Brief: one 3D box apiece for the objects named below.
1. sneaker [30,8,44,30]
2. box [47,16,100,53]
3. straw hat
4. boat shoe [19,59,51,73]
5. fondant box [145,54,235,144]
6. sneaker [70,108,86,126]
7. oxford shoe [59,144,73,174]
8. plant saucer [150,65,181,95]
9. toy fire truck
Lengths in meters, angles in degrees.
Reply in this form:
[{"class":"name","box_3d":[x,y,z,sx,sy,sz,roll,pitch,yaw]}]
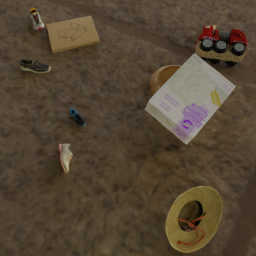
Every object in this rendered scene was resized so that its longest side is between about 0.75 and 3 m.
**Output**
[{"class":"sneaker","box_3d":[-4.485,-5.283,13.596,0.510,0.538,1.311,-23,64,-12]},{"class":"box","box_3d":[-2.636,-4.497,13.331,2.236,0.238,1.827,-15,62,-7]},{"class":"straw hat","box_3d":[1.841,2.662,8.806,2.222,2.222,0.941,-27,22,-14]},{"class":"boat shoe","box_3d":[-4.084,-2.725,12.212,1.365,0.449,0.488,8,61,4]},{"class":"fondant box","box_3d":[2.400,-1.155,10.789,2.104,0.849,2.916,41,73,7]},{"class":"sneaker","box_3d":[-2.007,-0.418,10.975,0.321,0.359,0.876,-41,69,-20]},{"class":"oxford shoe","box_3d":[-2.216,1.066,10.114,0.441,0.423,1.195,-11,62,-9]},{"class":"plant saucer","box_3d":[1.989,-1.932,11.809,2.131,0.377,2.131,0,61,0]},{"class":"toy fire truck","box_3d":[4.142,-4.015,12.568,2.022,1.478,2.298,9,71,6]}]
